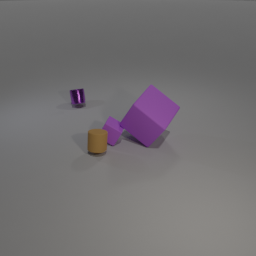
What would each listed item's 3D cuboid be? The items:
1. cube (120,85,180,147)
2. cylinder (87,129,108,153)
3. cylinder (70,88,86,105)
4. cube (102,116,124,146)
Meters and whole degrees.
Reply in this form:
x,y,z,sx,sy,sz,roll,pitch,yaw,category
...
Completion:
x,y,z,sx,sy,sz,roll,pitch,yaw,category
0.796,-0.444,10.392,1.400,1.400,1.400,39,51,1,cube
-1.089,0.453,9.995,0.700,0.700,0.700,4,16,-1,cylinder
-2.457,-1.538,13.686,0.700,0.700,0.700,-8,8,1,cylinder
-0.626,0.110,10.668,0.700,0.700,0.700,30,28,-5,cube
